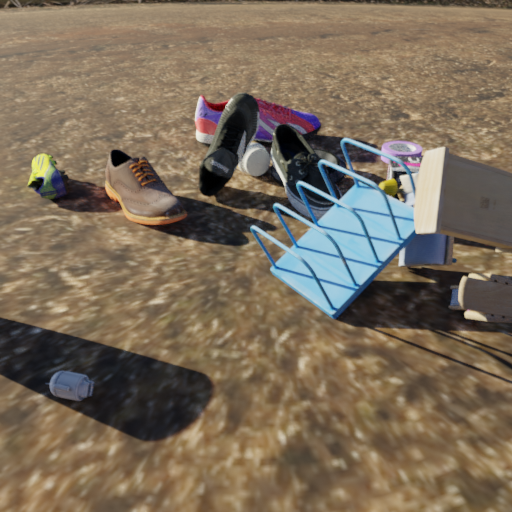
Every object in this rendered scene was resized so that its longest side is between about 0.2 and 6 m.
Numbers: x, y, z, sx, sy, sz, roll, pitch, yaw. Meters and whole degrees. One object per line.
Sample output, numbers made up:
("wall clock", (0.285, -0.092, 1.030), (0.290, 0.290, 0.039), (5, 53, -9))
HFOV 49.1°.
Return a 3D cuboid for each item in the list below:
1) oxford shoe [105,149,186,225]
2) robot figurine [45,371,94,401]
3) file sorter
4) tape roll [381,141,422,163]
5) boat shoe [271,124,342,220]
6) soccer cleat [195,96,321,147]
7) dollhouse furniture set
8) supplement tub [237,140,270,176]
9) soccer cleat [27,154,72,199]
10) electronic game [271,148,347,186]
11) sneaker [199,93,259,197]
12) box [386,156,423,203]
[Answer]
("oxford shoe", (-2.360, -1.411, 11.372), (0.981, 1.003, 2.751), (-23, 38, -34))
("robot figurine", (-2.296, 1.601, 6.908), (0.566, 0.320, 0.480), (8, -8, 14))
("file sorter", (1.236, -0.504, 8.590), (2.203, 1.351, 1.528), (-45, 46, -10))
("tape roll", (3.642, -2.566, 14.034), (0.977, 0.320, 0.977), (1, 30, 0))
("boat shoe", (0.976, -1.824, 11.889), (0.998, 0.823, 2.909), (-18, 44, -11))
("soccer cleat", (0.095, -3.702, 15.025), (3.450, 1.262, 1.177), (-5, 31, -8))
("dollhouse furniture set", (2.463, -0.312, 8.531), (1.630, 2.358, 2.497), (10, -5, -25))
("supplement tub", (-0.208, -2.359, 13.216), (0.775, 0.775, 1.073), (-16, 34, -25))
("soccer cleat", (-4.740, -1.774, 12.404), (0.797, 0.616, 1.906), (-23, 37, -26))
("electronic game", (1.219, -2.017, 13.020), (1.761, 0.366, 1.761), (-3, 39, 2))
("sneaker", (-0.602, -2.155, 11.537), (0.807, 2.429, 1.099), (25, 39, -7))
("box", (3.449, -1.434, 11.409), (1.525, 1.008, 0.875), (3, 30, 5))
